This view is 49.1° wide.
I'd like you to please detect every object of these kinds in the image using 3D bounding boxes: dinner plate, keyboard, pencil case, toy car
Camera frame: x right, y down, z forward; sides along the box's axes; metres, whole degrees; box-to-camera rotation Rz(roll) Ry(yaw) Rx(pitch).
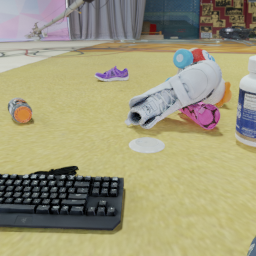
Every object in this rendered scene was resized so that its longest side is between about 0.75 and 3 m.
[{"bbox_3d":[0.460,0.382,6.846,0.879,0.107,0.879,-1,20,0],"label":"dinner plate"},{"bbox_3d":[-1.477,1.038,4.777,2.798,0.359,1.680,2,19,2],"label":"keyboard"},{"bbox_3d":[1.993,-0.588,8.367,0.799,0.825,1.761,-41,24,1],"label":"pencil case"},{"bbox_3d":[2.846,-1.673,10.026,2.190,1.937,2.018,33,26,36],"label":"toy car"}]

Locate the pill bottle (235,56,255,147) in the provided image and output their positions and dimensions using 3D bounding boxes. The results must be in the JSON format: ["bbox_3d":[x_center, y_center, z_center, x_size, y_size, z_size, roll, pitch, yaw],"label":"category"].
[{"bbox_3d":[3.115,-0.631,6.460,1.086,1.957,1.086,-3,23,1],"label":"pill bottle"}]

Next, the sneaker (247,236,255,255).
[{"bbox_3d":[2.225,1.777,2.385,1.177,0.879,2.623,-26,34,-23],"label":"sneaker"}]

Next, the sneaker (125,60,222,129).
[{"bbox_3d":[1.104,-0.779,7.546,1.613,1.055,2.807,-33,4,-43],"label":"sneaker"}]

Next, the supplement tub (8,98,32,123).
[{"bbox_3d":[-3.259,-0.528,8.480,0.607,0.607,0.990,-12,25,-29],"label":"supplement tub"}]

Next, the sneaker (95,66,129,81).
[{"bbox_3d":[-0.822,-2.752,14.074,1.724,0.719,0.695,-5,22,-12],"label":"sneaker"}]
